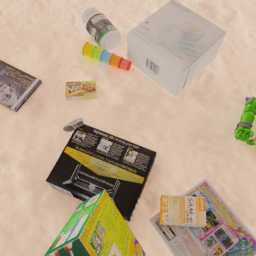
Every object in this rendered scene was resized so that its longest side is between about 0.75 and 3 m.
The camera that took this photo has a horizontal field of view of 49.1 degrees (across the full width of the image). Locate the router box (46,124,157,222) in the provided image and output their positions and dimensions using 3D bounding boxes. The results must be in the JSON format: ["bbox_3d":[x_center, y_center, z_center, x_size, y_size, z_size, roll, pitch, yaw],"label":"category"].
[{"bbox_3d":[-0.823,1.387,9.317,2.959,0.773,2.327,21,65,10],"label":"router box"}]

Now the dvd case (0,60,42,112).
[{"bbox_3d":[-4.830,-1.740,11.225,2.224,0.178,1.654,27,66,13],"label":"dvd case"}]

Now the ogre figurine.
[{"bbox_3d":[5.145,-0.237,9.841,2.790,1.369,1.672,0,75,13],"label":"ogre figurine"}]

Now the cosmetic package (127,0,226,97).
[{"bbox_3d":[1.844,-3.247,11.155,2.702,1.667,2.711,40,68,17],"label":"cosmetic package"}]

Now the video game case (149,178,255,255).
[{"bbox_3d":[2.357,3.266,8.650,2.392,0.311,2.628,-31,67,-15],"label":"video game case"}]

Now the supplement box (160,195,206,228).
[{"bbox_3d":[1.659,2.539,8.566,1.339,0.492,0.844,2,62,2],"label":"supplement box"}]

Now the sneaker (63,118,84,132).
[{"bbox_3d":[-1.858,-0.108,9.575,0.770,0.288,0.316,-21,32,6],"label":"sneaker"}]

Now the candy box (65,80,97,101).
[{"bbox_3d":[-1.835,-1.474,11.000,1.212,0.335,0.700,-4,63,-2],"label":"candy box"}]

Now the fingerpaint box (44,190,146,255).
[{"bbox_3d":[-0.610,3.138,6.856,1.010,2.754,2.298,-32,94,9],"label":"fingerpaint box"}]

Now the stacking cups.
[{"bbox_3d":[-0.847,-2.969,11.613,2.079,0.629,0.629,21,65,8],"label":"stacking cups"}]

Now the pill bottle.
[{"bbox_3d":[-1.183,-4.253,12.003,1.037,1.037,1.834,-30,67,-14],"label":"pill bottle"}]
